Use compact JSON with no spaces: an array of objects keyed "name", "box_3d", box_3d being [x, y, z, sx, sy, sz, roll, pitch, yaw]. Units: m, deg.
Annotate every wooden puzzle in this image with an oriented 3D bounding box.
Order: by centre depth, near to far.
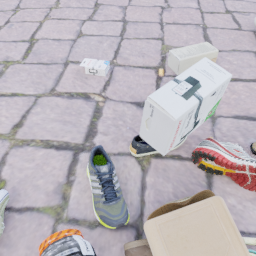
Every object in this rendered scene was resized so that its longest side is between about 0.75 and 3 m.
[{"name":"wooden puzzle","box_3d":[1.720,2.975,6.910,2.202,0.410,2.037,-18,67,-9]}]

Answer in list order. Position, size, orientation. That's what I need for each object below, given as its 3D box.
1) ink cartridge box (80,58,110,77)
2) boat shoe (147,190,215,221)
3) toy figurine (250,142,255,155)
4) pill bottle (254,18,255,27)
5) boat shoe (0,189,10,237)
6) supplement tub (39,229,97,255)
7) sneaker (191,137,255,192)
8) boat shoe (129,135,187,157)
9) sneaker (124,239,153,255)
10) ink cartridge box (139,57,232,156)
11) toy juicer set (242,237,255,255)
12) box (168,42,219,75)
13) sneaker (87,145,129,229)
[{"name":"ink cartridge box","box_3d":[-1.585,-2.922,13.456,1.273,0.432,0.738,11,46,11]},{"name":"boat shoe","box_3d":[1.523,2.431,8.028,2.145,0.672,0.786,-17,73,-13]},{"name":"toy figurine","box_3d":[5.375,0.461,9.563,1.824,1.289,1.853,35,53,23]},{"name":"pill bottle","box_3d":[8.091,-5.584,15.548,1.270,1.270,2.263,-14,46,-14]},{"name":"boat shoe","box_3d":[-3.776,2.776,7.631,0.708,0.822,2.282,26,48,-11]},{"name":"supplement tub","box_3d":[-1.196,3.555,6.264,1.396,1.396,2.279,-18,48,-18]},{"name":"sneaker","box_3d":[3.601,1.046,8.989,2.899,1.129,1.191,24,49,22]},{"name":"boat shoe","box_3d":[1.120,0.404,9.946,2.227,0.693,0.831,-13,45,-15]},{"name":"sneaker","box_3d":[0.881,3.199,7.301,1.936,0.682,0.731,-9,65,-6]},{"name":"ink cartridge box","box_3d":[1.639,-0.615,8.203,2.537,1.860,1.054,-36,64,-26]},{"name":"toy juicer set","box_3d":[3.311,3.416,6.999,1.330,0.569,2.090,-12,46,-11]},{"name":"box","box_3d":[3.139,-3.405,13.636,2.207,0.858,1.048,-16,47,-16]},{"name":"sneaker","box_3d":[-0.704,1.678,8.349,1.018,1.115,2.755,-16,47,-15]}]
